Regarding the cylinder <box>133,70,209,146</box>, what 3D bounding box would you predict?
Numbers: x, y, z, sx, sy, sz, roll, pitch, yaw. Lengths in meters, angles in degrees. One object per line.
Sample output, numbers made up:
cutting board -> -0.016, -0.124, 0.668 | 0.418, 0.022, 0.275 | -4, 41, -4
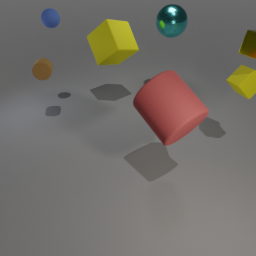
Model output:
cylinder -> 1.074, -0.502, 7.179 | 1.400, 1.400, 1.400 | -25, 69, -34

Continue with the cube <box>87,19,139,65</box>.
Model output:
cube -> -0.657, -3.674, 12.162 | 1.400, 1.400, 1.400 | -24, -4, 42

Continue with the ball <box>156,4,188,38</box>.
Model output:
ball -> 1.934, -4.725, 12.404 | 1.400, 1.400, 1.400 | 0, 31, 0

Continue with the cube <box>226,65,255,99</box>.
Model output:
cube -> 3.787, -1.489, 9.044 | 0.700, 0.700, 0.700 | -47, 30, 9

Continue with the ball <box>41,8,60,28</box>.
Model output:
ball -> -2.932, -4.151, 10.606 | 0.700, 0.700, 0.700 | 0, 31, 0

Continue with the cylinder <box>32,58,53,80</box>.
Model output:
cylinder -> -3.274, -2.264, 10.755 | 0.700, 0.700, 0.700 | -5, 27, -8

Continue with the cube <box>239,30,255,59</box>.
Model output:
cube -> 3.873, -2.474, 8.349 | 0.700, 0.700, 0.700 | 34, 35, 33
